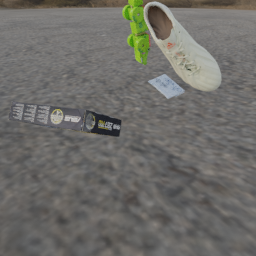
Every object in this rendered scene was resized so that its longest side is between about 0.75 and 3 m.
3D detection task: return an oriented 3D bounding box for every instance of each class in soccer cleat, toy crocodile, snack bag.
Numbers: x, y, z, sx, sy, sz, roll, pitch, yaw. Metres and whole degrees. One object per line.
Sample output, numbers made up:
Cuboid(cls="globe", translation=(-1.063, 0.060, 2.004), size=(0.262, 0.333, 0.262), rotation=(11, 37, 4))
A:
Cuboid(cls="soccer cleat", translation=(0.983, -1.506, 5.341), size=(2.074, 0.719, 0.805), rotation=(51, 24, 2))
Cuboid(cls="toy crocodile", translation=(0.277, -2.341, 6.580), size=(0.534, 1.730, 0.584), rotation=(-21, 32, -16))
Cuboid(cls="snack bag", translation=(1.167, -1.237, 8.440), size=(0.870, 0.099, 0.922), rotation=(45, 45, 17))

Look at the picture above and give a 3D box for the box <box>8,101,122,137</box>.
Cuboid(cls="box", translation=(-0.991, -0.135, 4.616), size=(1.442, 0.354, 1.162), rotation=(8, -5, 25))
